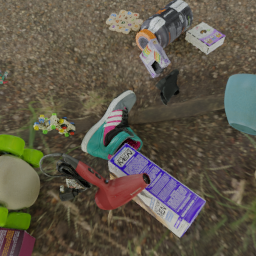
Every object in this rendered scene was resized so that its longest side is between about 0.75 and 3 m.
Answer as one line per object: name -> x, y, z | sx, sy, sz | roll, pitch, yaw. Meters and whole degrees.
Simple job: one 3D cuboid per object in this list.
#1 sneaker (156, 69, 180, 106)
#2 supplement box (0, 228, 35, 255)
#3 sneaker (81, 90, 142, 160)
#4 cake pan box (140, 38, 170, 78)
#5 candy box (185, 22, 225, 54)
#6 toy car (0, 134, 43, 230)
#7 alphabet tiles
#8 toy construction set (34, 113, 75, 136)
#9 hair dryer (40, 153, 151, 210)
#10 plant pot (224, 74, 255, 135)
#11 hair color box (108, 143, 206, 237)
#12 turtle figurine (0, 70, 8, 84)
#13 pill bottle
sneaker -> 1.755, -1.675, 11.269 | 0.904, 0.521, 1.734 | 45, 55, 8
supplement box -> -3.620, 3.221, 7.686 | 1.778, 0.981, 0.761 | 4, 57, 4
sneaker -> -0.125, 0.001, 9.689 | 1.713, 1.187, 2.838 | 28, 68, 23
cake pan box -> 1.085, -2.783, 11.354 | 0.324, 1.141, 1.239 | -26, 82, -27
candy box -> 3.550, -4.170, 12.934 | 1.150, 0.490, 1.371 | -35, 64, -21
toy car -> -4.294, 1.619, 8.236 | 2.845, 2.245, 2.337 | -1, 66, 13
alphabet tiles -> -0.168, -5.255, 13.884 | 1.696, 0.124, 1.659 | 17, 59, 11
toy construction set -> -2.373, -0.034, 9.527 | 0.968, 1.476, 0.680 | -15, 76, 18
hair dryer -> -0.776, 1.490, 7.276 | 2.739, 2.086, 0.744 | -2, 51, 4
plant pot -> 4.353, -0.656, 9.755 | 2.311, 2.311, 1.557 | 23, 86, 15
hair color box -> 0.737, 1.840, 8.279 | 2.794, 1.527, 0.906 | 36, 63, 22
turtle figurine -> -5.342, -2.085, 11.547 | 0.737, 0.495, 0.984 | -20, 42, -29
pill bottle -> 1.575, -4.477, 12.549 | 1.466, 1.466, 2.760 | 36, 63, 21
